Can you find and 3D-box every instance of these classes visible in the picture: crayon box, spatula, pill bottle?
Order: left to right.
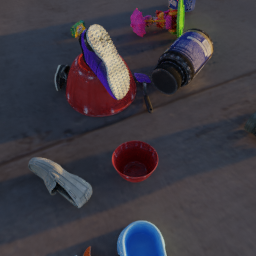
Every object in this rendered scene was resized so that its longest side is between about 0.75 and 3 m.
[{"bbox_3d":[-2.409,-4.787,13.511,0.231,0.472,0.794,28,59,19],"label":"crayon box"},{"bbox_3d":[0.708,-1.450,11.189,0.628,0.228,2.221,3,55,-19],"label":"spatula"},{"bbox_3d":[2.161,-2.647,11.255,1.572,1.572,2.810,30,59,20],"label":"pill bottle"}]

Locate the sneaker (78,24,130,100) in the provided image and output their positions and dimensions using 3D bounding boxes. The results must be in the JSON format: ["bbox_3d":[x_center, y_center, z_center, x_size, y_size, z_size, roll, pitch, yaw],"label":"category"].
[{"bbox_3d":[-0.872,-2.141,9.464,0.883,2.539,1.263,-39,26,-31],"label":"sneaker"}]

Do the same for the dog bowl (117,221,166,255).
[{"bbox_3d":[0.455,3.574,7.288,1.340,0.596,2.403,-7,55,-6],"label":"dog bowl"}]

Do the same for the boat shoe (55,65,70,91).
[{"bbox_3d":[-2.703,-2.099,11.511,0.473,0.502,1.398,0,51,5],"label":"boat shoe"}]

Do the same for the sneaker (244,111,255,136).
[{"bbox_3d":[5.703,-0.404,9.922,2.952,1.129,1.691,-36,63,-20],"label":"sneaker"}]

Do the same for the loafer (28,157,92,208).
[{"bbox_3d":[-2.193,1.640,8.587,2.286,0.799,0.798,24,50,16],"label":"loafer"}]

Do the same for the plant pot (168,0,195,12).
[{"bbox_3d":[2.733,-6.651,14.499,1.041,1.158,1.158,-36,61,-16],"label":"plant pot"}]

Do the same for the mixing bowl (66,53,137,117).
[{"bbox_3d":[-1.115,-2.022,10.787,2.901,1.571,2.901,-1,54,2],"label":"mixing bowl"}]

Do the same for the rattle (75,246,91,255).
[{"bbox_3d":[-0.948,3.763,6.785,1.172,1.286,1.800,-21,61,10],"label":"rattle"}]

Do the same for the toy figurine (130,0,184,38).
[{"bbox_3d":[1.348,-5.098,13.191,2.418,1.973,2.628,4,31,15],"label":"toy figurine"}]

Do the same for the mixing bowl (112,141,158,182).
[{"bbox_3d":[0.232,1.178,8.893,1.425,0.772,1.425,-1,48,2],"label":"mixing bowl"}]
